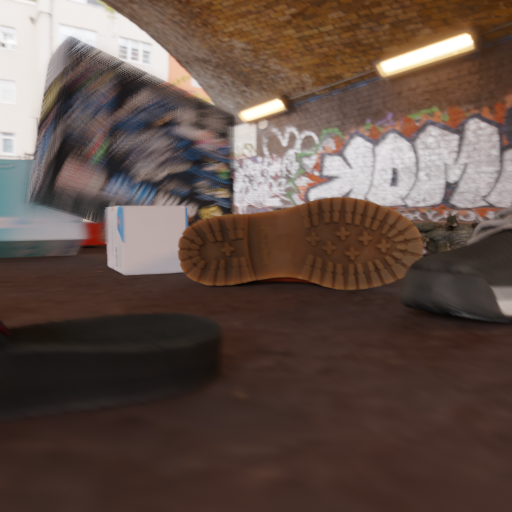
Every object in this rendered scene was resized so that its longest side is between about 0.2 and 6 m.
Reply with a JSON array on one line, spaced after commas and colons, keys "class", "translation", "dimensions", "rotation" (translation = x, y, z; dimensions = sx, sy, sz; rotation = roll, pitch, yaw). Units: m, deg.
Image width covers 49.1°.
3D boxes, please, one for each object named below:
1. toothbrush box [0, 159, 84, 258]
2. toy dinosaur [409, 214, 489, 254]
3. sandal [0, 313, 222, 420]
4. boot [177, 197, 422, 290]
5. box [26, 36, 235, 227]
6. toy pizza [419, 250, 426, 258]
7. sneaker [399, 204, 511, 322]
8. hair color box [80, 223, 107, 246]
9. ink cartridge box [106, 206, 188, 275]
[{"class": "toothbrush box", "translation": [-4.395, -0.859, 10.210], "dimensions": [2.202, 1.612, 0.939], "rotation": [-4, -18, -28]}, {"class": "toy dinosaur", "translation": [3.730, -0.352, 11.167], "dimensions": [1.283, 0.965, 2.509], "rotation": [15, -13, -43]}, {"class": "sandal", "translation": [-1.537, 0.321, 2.378], "dimensions": [2.892, 0.692, 1.087], "rotation": [-3, 5, -31]}, {"class": "boot", "translation": [0.567, -0.128, 6.724], "dimensions": [2.688, 1.008, 1.441], "rotation": [0, -1, 12]}, {"class": "box", "translation": [-1.941, -1.791, 9.805], "dimensions": [3.540, 2.814, 0.814], "rotation": [16, -27, -38]}, {"class": "toy pizza", "translation": [2.013, -0.189, 10.773], "dimensions": [2.416, 0.383, 2.416], "rotation": [0, 5, 0]}, {"class": "sneaker", "translation": [2.413, -0.460, 4.963], "dimensions": [3.188, 1.841, 1.196], "rotation": [-3, 5, -39]}, {"class": "hair color box", "translation": [-4.454, -0.500, 13.098], "dimensions": [1.800, 0.551, 0.914], "rotation": [-4, 5, -39]}, {"class": "ink cartridge box", "translation": [-1.609, -0.260, 8.145], "dimensions": [0.934, 0.939, 1.279], "rotation": [-2, 5, -24]}]
